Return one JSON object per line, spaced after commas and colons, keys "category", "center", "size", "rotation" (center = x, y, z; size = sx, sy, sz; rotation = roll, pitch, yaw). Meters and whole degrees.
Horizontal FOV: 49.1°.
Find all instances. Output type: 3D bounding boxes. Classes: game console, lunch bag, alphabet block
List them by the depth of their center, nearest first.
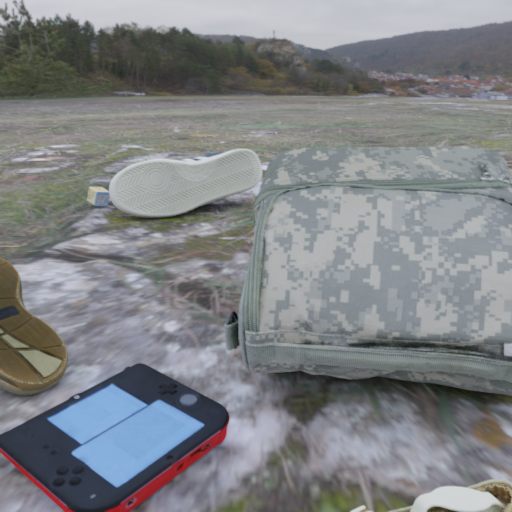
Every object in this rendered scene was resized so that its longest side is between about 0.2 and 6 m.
{"category": "game console", "center": [-1.119, 1.437, 4.598], "size": [1.341, 0.235, 1.517], "rotation": [22, 29, 34]}
{"category": "lunch bag", "center": [1.355, 0.231, 5.741], "size": [2.988, 2.082, 2.507], "rotation": [2, 36, 9]}
{"category": "alphabet block", "center": [-3.395, -1.278, 12.058], "size": [0.336, 0.334, 0.342], "rotation": [-2, 25, -46]}

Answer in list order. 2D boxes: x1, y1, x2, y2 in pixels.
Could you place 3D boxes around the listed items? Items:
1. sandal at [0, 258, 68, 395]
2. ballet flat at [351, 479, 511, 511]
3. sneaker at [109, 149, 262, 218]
{"category": "sandal", "center": [-2.881, 0.793, 6.141], "size": [1.008, 0.678, 2.509], "rotation": [-18, 41, -40]}
{"category": "ballet flat", "center": [0.849, 1.742, 3.453], "size": [1.828, 0.570, 0.617], "rotation": [-7, 21, -18]}
{"category": "sneaker", "center": [-1.540, -1.503, 11.981], "size": [3.255, 1.220, 1.375], "rotation": [-11, 5, -22]}
